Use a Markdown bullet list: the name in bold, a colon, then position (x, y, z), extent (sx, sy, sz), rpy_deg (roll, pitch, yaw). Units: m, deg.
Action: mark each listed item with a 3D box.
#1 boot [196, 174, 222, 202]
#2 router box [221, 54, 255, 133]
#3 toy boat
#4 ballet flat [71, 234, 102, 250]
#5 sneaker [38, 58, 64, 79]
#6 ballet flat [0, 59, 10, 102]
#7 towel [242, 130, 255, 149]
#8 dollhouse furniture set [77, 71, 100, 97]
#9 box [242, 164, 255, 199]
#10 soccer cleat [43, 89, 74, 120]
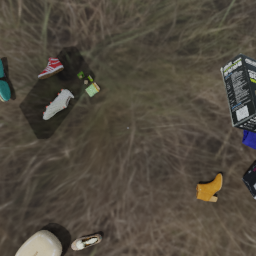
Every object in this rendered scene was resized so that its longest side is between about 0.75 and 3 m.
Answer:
- **boot**: position (2.482, 1.789, 8.619), extent (0.666, 0.328, 0.931), rpy_deg (15, 87, -4)
- **router box**: position (3.002, -0.587, 6.006), extent (1.952, 0.606, 1.463), rpy_deg (13, 59, -26)
- **toy boat**: position (-2.366, 4.053, 8.086), extent (1.908, 0.887, 1.604), rpy_deg (41, 79, 14)
- **ballet flat**: position (-1.262, 3.414, 8.376), extent (0.959, 0.322, 0.326), rpy_deg (-21, 82, -3)
- **sneaker**: position (-2.624, -1.990, 9.242), extent (0.880, 0.314, 0.495), rpy_deg (-29, 86, -12)
- **ballet flat**: position (-4.243, -1.516, 9.126), extent (0.566, 0.566, 1.572), rpy_deg (-16, 81, -3)
- **towel**: position (5.242, 0.061, 8.774), extent (2.940, 0.728, 2.171), rpy_deg (24, 88, 4)
- **dollhouse furniture set**: position (-1.302, -1.461, 9.159), extent (0.404, 0.312, 0.808), rpy_deg (-38, 83, -5)
- **box**: position (4.588, 1.253, 7.729), extent (1.309, 1.507, 2.281), rpy_deg (38, 104, 0)
- **soccer cleat**: position (-2.244, -0.709, 9.003), extent (0.468, 0.418, 1.206), rpy_deg (36, 80, 3)
